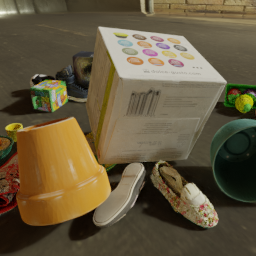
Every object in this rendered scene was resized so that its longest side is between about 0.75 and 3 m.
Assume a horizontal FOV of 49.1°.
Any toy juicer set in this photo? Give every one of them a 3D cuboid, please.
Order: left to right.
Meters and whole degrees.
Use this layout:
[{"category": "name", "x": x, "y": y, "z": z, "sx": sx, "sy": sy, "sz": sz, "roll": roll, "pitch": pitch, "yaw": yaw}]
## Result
[{"category": "toy juicer set", "x": -4.553, "y": 0.600, "z": 8.953, "sx": 1.728, "sy": 0.739, "sz": 2.716, "roll": -1, "pitch": 29, "yaw": -2}]

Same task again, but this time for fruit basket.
[{"category": "fruit basket", "x": 5.016, "y": -1.304, "z": 12.221, "sx": 1.619, "sy": 1.168, "sz": 1.619, "roll": 3, "pitch": 11, "yaw": -1}]

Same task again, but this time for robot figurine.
[{"category": "robot figurine", "x": -4.157, "y": -2.208, "z": 13.942, "sx": 1.426, "sy": 1.071, "sz": 0.890, "roll": 10, "pitch": 50, "yaw": 18}]

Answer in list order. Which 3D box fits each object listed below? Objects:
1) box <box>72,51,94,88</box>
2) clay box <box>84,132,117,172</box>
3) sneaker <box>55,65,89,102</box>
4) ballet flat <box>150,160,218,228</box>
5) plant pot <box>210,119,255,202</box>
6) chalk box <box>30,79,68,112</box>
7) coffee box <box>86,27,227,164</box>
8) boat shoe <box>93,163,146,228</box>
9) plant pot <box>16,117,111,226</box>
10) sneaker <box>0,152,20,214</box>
[{"category": "box", "x": -1.554, "y": -2.635, "z": 13.665, "sx": 1.914, "sy": 1.929, "sz": 1.189, "roll": 7, "pitch": 29, "yaw": 15}, {"category": "clay box", "x": -0.508, "y": 0.443, "z": 9.377, "sx": 1.394, "sy": 0.577, "sz": 2.426, "roll": 21, "pitch": 35, "yaw": 30}, {"category": "sneaker", "x": -2.371, "y": -2.078, "z": 13.032, "sx": 2.195, "sy": 1.586, "sz": 0.835, "roll": 8, "pitch": 28, "yaw": 11}, {"category": "ballet flat", "x": 1.333, "y": 1.588, "z": 7.149, "sx": 0.864, "sy": 0.730, "sz": 2.286, "roll": -20, "pitch": 35, "yaw": -29}, {"category": "plant pot", "x": 3.202, "y": 0.676, "z": 7.618, "sx": 2.060, "sy": 2.060, "sz": 1.653, "roll": 3, "pitch": 18, "yaw": 5}, {"category": "chalk box", "x": -3.544, "y": -1.371, "z": 12.290, "sx": 1.023, "sy": 1.030, "sz": 1.651, "roll": 9, "pitch": 31, "yaw": 18}, {"category": "coffee box", "x": 0.486, "y": -0.977, "z": 8.380, "sx": 2.876, "sy": 2.881, "sz": 2.849, "roll": 0, "pitch": 41, "yaw": -19}, {"category": "boat shoe", "x": -0.077, "y": 1.756, "z": 7.024, "sx": 0.743, "sy": 0.633, "sz": 2.222, "roll": -2, "pitch": 29, "yaw": 31}, {"category": "plant pot", "x": -1.658, "y": 0.834, "z": 6.555, "sx": 2.136, "sy": 1.956, "sz": 2.136, "roll": -13, "pitch": 9, "yaw": 2}, {"category": "sneaker", "x": -2.959, "y": 1.379, "z": 7.475, "sx": 1.296, "sy": 0.807, "sz": 2.418, "roll": 23, "pitch": 40, "yaw": 34}]
